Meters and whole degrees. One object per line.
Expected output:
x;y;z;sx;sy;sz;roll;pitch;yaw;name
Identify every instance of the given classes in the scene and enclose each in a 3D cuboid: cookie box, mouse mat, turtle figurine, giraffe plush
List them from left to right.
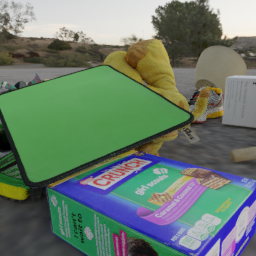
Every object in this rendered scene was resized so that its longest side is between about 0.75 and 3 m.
-3.800;-1.138;10.025;1.790;1.340;0.901;-32;59;-12;turtle figurine
-0.663;-0.304;3.952;2.106;0.099;2.617;-21;34;-22;mouse mat
0.133;-0.210;5.172;2.560;2.209;2.076;39;35;6;giraffe plush
0.251;0.821;2.861;1.668;0.627;1.427;10;18;39;cookie box

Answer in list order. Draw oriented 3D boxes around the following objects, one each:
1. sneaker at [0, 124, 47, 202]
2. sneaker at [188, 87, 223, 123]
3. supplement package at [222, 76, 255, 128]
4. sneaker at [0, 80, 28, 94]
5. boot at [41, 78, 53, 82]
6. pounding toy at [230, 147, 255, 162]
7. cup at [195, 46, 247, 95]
-2.027;0.337;4.126;2.256;0.961;0.880;5;15;20;sneaker
2.045;-0.727;8.284;0.916;0.966;2.352;12;20;41;sneaker
3.845;-0.691;7.402;2.312;1.315;1.266;7;15;28;supplement package
-4.209;-1.141;10.561;1.503;0.572;1.086;-30;-8;2;sneaker
-2.599;-1.809;12.399;2.813;1.024;2.186;5;15;23;boot
3.794;-0.192;4.950;2.633;2.033;2.860;26;31;30;pounding toy
3.882;-2.284;12.540;2.234;2.234;1.598;14;56;44;cup
